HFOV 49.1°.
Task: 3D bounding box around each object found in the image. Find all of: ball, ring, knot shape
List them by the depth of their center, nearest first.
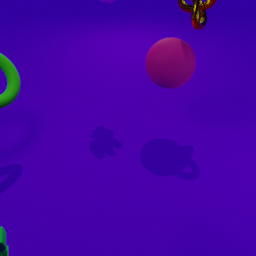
[{"bbox_3d":[-3.193,-1.132,6.412,0.293,1.464,1.464,-18,23,43],"label":"ring"},{"bbox_3d":[1.654,-3.194,6.870,0.620,1.342,1.256,-16,52,-5],"label":"knot shape"},{"bbox_3d":[1.086,-1.650,7.185,1.279,1.279,1.279,0,40,0],"label":"ball"}]

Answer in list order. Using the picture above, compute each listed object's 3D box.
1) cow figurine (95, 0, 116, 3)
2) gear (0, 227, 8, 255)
[{"bbox_3d":[-0.566,-3.985,7.258,1.308,1.329,0.730,-8,32,44],"label":"cow figurine"},{"bbox_3d":[-2.344,1.699,3.545,1.509,1.509,0.279,-14,32,-17],"label":"gear"}]
